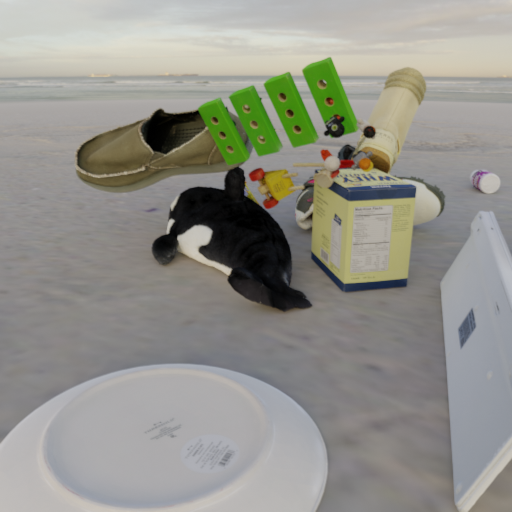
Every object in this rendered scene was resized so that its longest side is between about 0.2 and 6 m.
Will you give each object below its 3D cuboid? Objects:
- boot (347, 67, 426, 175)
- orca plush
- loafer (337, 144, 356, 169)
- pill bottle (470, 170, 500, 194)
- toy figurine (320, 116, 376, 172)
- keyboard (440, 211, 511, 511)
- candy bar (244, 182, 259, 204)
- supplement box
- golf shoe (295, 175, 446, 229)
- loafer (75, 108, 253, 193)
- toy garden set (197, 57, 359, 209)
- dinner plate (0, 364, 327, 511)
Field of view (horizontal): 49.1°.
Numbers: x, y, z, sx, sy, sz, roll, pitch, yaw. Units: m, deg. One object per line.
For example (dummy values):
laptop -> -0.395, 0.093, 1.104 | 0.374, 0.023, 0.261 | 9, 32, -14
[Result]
boot -> 2.319, -2.256, 10.026 | 0.805, 1.720, 2.213 | 23, -2, 8
orca plush -> -0.577, -0.628, 9.238 | 2.361, 1.595, 4.487 | -3, 20, -8
loafer -> 2.668, -2.190, 14.365 | 1.070, 1.106, 3.151 | -1, 20, -8
pill bottle -> 5.945, -1.969, 14.647 | 0.522, 0.522, 0.931 | 0, 19, -1
toy figurine -> 1.079, -1.296, 6.534 | 0.623, 0.633, 0.440 | 4, 26, -6
keyboard -> 2.432, 0.658, 6.115 | 0.253, 1.334, 4.741 | 22, 24, 9
candy bar -> -0.096, -1.045, 10.782 | 0.132, 0.296, 1.189 | 15, 30, -35
supplement box -> 1.620, -0.471, 8.826 | 1.055, 1.570, 1.572 | -4, 20, -13
golf shoe -> 2.207, -0.847, 11.087 | 2.918, 1.126, 1.285 | 2, 37, 18
loafer -> -1.788, -2.019, 9.708 | 3.446, 1.296, 1.200 | -8, -27, 19
toy garden set -> 0.514, -1.702, 8.194 | 2.284, 1.904, 0.456 | -6, 34, 38
dinner plate -> -0.839, 1.615, 4.883 | 2.917, 0.354, 2.917 | 1, 21, 0
